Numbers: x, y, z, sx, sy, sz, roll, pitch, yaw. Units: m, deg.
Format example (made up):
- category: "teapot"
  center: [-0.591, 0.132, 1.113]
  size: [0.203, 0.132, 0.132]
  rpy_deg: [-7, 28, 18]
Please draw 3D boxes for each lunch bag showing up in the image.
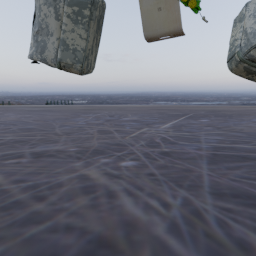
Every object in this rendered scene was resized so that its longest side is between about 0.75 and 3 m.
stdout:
- category: "lunch bag"
  center: [-1.776, -2.754, 7.796]
  size: [1.911, 2.279, 1.588]
  rpy_deg: [13, 17, 3]
- category: "lunch bag"
  center: [2.430, -1.613, 4.702]
  size: [1.023, 1.468, 1.231]
  rpy_deg: [19, -21, -2]

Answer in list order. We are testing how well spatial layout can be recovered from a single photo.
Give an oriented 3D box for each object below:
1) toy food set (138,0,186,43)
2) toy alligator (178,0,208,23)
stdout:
- category: "toy food set"
  center: [1.020, -3.530, 8.380]
  size: [1.231, 1.716, 0.518]
  rpy_deg: [-3, 15, 28]
- category: "toy alligator"
  center: [1.425, -2.764, 6.125]
  size: [1.177, 0.319, 0.349]
  rpy_deg: [27, 19, -25]
